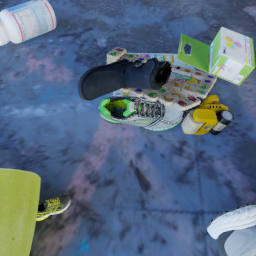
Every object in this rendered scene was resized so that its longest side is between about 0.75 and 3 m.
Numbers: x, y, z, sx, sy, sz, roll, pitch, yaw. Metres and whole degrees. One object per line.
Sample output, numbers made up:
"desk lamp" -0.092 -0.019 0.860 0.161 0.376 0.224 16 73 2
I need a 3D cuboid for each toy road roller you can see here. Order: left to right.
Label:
"toy road roller" 1.953 -0.355 7.105 1.227 0.754 0.896 0 61 -15

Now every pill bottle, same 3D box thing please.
"pill bottle" -3.680 -3.682 9.802 2.097 1.140 1.140 -32 57 -24

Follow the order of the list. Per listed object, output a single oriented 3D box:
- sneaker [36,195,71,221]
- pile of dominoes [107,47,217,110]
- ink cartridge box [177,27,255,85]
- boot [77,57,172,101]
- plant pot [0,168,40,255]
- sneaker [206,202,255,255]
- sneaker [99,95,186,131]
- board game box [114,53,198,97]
"sneaker" -1.599 1.636 5.855 0.847 0.358 0.315 -27 56 -21
"pile of dominoes" 0.779 -1.481 7.492 2.908 0.463 2.266 19 39 17
"ink cartridge box" 2.693 -2.410 8.621 2.114 0.801 1.562 20 51 -5
"boot" -0.038 -1.071 6.082 1.465 0.666 1.744 13 36 42
"plant pot" -2.444 1.963 4.805 1.924 1.924 2.056 -8 68 -7
"sneaker" 2.963 1.848 5.365 2.802 1.036 1.111 -18 61 -7
"sneaker" 0.325 -0.376 7.028 2.217 0.944 0.865 1 87 5
"board game box" 0.810 -1.639 8.557 2.416 0.413 1.624 1 50 1
